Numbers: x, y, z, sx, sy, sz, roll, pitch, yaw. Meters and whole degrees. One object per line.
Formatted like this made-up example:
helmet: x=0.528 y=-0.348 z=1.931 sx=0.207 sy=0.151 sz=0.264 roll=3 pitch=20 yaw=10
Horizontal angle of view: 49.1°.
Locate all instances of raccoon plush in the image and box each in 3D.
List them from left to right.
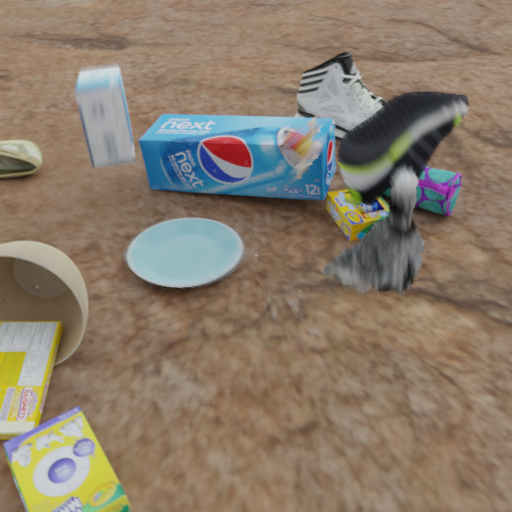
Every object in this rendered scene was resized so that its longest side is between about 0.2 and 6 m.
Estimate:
raccoon plush: x=1.674 y=-0.319 z=8.043 sx=1.283 sy=1.916 sz=0.927 roll=17 pitch=17 yaw=40

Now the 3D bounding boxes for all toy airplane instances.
toy airplane: x=0.906 y=-1.920 z=10.010 sx=0.624 sy=0.884 sz=0.880 roll=9 pitch=34 yaw=34

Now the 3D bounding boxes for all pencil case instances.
pencil case: x=3.143 y=-1.555 z=11.715 sx=2.159 sy=0.919 sz=0.998 roll=21 pitch=4 yaw=25

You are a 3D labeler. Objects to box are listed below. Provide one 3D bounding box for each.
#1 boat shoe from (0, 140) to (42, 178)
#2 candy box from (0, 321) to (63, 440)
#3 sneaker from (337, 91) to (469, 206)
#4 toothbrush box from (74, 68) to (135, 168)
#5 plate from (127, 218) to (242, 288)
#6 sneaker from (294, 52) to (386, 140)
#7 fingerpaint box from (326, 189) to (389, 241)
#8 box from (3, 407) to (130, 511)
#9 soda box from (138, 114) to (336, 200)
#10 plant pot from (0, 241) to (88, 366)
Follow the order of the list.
boat shoe: x=-6.111 y=-2.069 z=12.465 sx=2.516 sy=0.918 sz=0.792 roll=-3 pitch=34 yaw=-15
candy box: x=-3.448 y=1.729 z=8.043 sx=0.943 sy=0.244 sz=1.844 roll=3 pitch=47 yaw=-4
sneaker: x=2.410 y=-1.797 z=9.374 sx=3.072 sy=1.272 sz=1.102 roll=-32 pitch=38 yaw=-28
toothbrush box: x=-2.757 y=-2.596 z=10.309 sx=0.799 sy=1.372 sz=1.874 roll=-10 pitch=29 yaw=-8
plate: x=-1.310 y=-0.031 z=10.374 sx=2.104 sy=0.269 sz=2.104 roll=0 pitch=37 yaw=0
sneaker: x=2.523 y=-3.842 z=13.776 sx=3.401 sy=1.957 sz=1.284 roll=19 pitch=43 yaw=22
fingerpaint box: x=2.109 y=-0.890 z=11.332 sx=1.013 sy=0.445 sz=1.214 roll=-10 pitch=40 yaw=-13
box: x=-2.285 y=2.781 z=6.811 sx=1.043 sy=0.430 sz=1.778 roll=-24 pitch=46 yaw=-26
soda box: x=-0.366 y=-2.145 z=11.928 sx=3.942 sy=1.265 sz=1.337 roll=5 pitch=39 yaw=17
plant pot: x=-3.431 y=0.548 z=8.502 sx=1.975 sy=1.975 sz=1.326 roll=0 pitch=28 yaw=0
